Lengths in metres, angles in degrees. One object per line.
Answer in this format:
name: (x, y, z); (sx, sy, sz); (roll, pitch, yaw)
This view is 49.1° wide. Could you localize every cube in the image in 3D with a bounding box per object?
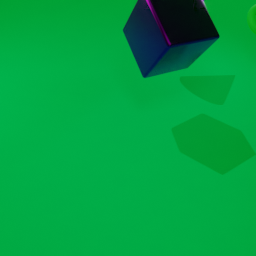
cube: (0.862, -2.042, 6.024); (1.302, 1.302, 1.302); (-18, 79, -25)

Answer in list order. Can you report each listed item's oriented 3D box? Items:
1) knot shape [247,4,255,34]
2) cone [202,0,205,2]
knot shape: (3.710, -2.767, 6.955); (1.294, 1.211, 0.598); (25, 30, -21)
cone: (1.747, -3.754, 7.961); (1.669, 1.662, 1.662); (-17, 48, -23)
